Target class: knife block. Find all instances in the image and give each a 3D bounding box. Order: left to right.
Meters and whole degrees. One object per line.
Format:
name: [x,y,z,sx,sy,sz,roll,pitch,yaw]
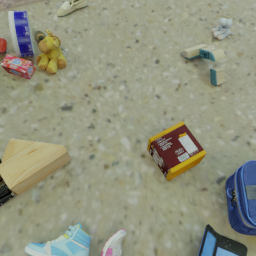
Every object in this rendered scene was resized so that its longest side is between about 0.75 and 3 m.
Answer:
knife block: [-3.454,1.623,9.111,2.724,0.871,2.391,7,64,3]

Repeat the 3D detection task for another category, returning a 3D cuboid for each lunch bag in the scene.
lunch bag: [4.364,2.059,8.264,2.972,1.966,2.019,2,63,0]

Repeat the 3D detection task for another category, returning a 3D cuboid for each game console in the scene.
game console: [2.618,3.860,7.896,1.476,1.023,1.730,19,66,11]

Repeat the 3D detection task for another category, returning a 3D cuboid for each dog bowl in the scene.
dog bowl: [-4.280,-3.789,11.309,0.690,1.752,1.752,-8,63,-13]

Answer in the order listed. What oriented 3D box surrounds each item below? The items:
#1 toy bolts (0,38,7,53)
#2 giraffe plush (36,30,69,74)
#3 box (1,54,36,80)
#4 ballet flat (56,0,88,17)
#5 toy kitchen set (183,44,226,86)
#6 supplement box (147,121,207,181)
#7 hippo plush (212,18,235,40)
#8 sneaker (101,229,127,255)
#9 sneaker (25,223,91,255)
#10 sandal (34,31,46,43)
toy bolts: [-6.424,-3.106,10.738,2.060,2.836,2.969,-11,44,11]
giraffe plush: [-3.084,-3.151,11.300,1.319,1.239,1.528,29,67,14]
box: [-4.426,-2.472,11.317,1.153,0.551,0.575,19,71,10]
ballet flat: [-2.629,-5.722,13.003,1.598,0.555,0.555,-30,67,-14]
toy kitchen set: [3.105,-2.546,11.432,0.967,1.315,1.642,-19,28,-9]
supplement box: [1.597,0.777,9.484,1.368,0.921,1.387,-27,66,-14]
hippo plush: [4.170,-4.308,12.147,0.959,0.771,0.764,29,67,14]
sneaker: [-0.449,3.797,8.168,0.747,0.689,1.694,28,75,12]
sneaker: [-1.984,3.357,8.327,1.877,0.746,1.225,14,66,-3]
sandal: [-3.747,-3.832,12.156,0.488,0.328,1.214,-21,65,-10]
